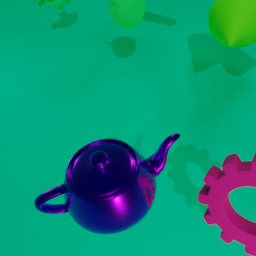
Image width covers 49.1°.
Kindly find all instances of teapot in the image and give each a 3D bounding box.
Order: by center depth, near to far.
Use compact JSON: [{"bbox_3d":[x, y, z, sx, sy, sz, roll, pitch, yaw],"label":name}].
[{"bbox_3d":[-0.215,0.650,3.701,2.043,1.000,1.270,-22,47,-8],"label":"teapot"},{"bbox_3d":[-0.096,-2.838,6.564,0.713,1.456,0.905,32,104,35],"label":"teapot"}]

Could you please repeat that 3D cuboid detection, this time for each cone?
[{"bbox_3d":[2.536,-2.294,6.682,1.523,1.523,1.528,21,48,11],"label":"cone"}]

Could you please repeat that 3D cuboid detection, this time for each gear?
[{"bbox_3d":[1.936,1.183,4.234,1.672,1.672,0.309,33,37,17],"label":"gear"}]

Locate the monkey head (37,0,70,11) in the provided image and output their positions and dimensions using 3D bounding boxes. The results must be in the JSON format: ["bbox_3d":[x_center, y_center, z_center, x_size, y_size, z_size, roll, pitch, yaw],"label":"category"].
[{"bbox_3d":[-2.161,-3.968,8.250,1.197,0.721,0.861,-40,73,10],"label":"monkey head"}]
